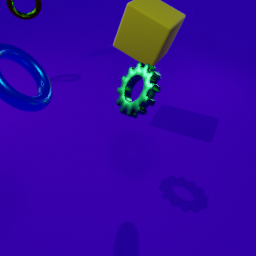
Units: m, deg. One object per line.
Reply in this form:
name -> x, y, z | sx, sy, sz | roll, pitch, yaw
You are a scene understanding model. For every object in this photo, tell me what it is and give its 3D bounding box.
ring -> -3.766, -4.543, 10.174 | 1.230, 1.230, 0.246 | -12, 45, -14
gear -> 0.190, -0.778, 5.778 | 0.209, 1.131, 1.131 | 18, 26, -38
cube -> 0.596, -2.751, 7.921 | 1.319, 1.319, 1.319 | 33, 44, 6
ring -> -1.652, -0.770, 4.273 | 0.237, 1.183, 1.183 | -32, 31, 25
